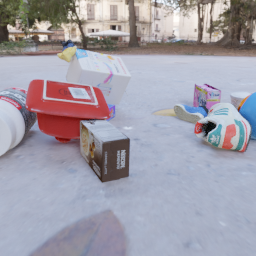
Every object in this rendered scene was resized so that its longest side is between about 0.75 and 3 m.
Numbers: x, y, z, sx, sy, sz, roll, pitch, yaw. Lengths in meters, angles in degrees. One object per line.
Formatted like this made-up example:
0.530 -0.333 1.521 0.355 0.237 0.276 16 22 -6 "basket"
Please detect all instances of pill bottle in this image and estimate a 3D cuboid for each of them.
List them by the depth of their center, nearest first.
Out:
-3.794 -0.250 8.565 1.576 1.576 2.767 -1 19 -4 "pill bottle"

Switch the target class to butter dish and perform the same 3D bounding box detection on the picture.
-1.896 -0.357 8.596 2.339 1.734 2.346 5 28 -18 "butter dish"

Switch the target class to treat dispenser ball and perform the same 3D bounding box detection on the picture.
4.341 -0.406 9.047 1.580 1.580 1.580 0 18 0 "treat dispenser ball"

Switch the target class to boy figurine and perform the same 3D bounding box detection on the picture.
-2.366 -2.906 10.756 0.825 0.428 1.327 -19 38 10 "boy figurine"

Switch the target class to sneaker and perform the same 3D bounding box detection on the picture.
2.811 -0.181 9.119 1.401 1.055 2.997 5 21 -2 "sneaker"
2.614 -0.634 11.193 0.859 0.593 1.544 -19 30 -32 "sneaker"

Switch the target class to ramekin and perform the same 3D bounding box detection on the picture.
5.342 -1.109 12.447 1.565 0.729 1.565 -1 18 0 "ramekin"

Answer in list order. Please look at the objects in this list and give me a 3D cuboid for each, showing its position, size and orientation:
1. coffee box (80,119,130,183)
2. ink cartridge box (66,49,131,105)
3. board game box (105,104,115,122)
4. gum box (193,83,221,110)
-0.649 0.495 7.189 0.719 1.031 1.803 -7 21 -24 "coffee box"
-1.124 -2.081 11.635 2.409 1.509 1.549 2 44 -29 "ink cartridge box"
-1.661 -0.449 10.777 1.579 0.526 2.349 7 20 20 "board game box"
3.498 -1.341 12.615 0.616 1.056 1.862 -2 19 -5 "gum box"
